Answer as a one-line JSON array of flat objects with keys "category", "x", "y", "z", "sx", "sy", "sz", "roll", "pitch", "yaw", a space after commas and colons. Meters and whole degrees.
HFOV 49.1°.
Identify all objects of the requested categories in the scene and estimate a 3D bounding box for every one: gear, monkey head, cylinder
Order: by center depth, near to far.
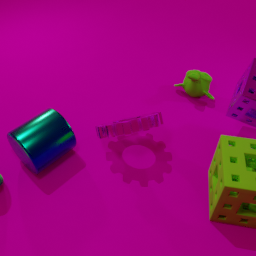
[{"category": "cylinder", "x": -2.082, "y": 0.307, "z": 6.833, "sx": 1.191, "sy": 1.191, "sz": 1.191, "roll": 34, "pitch": 55, "yaw": 28}, {"category": "gear", "x": 0.034, "y": -0.072, "z": 6.904, "sx": 1.630, "sy": 0.301, "sz": 1.630, "roll": -12, "pitch": 4, "yaw": 1}, {"category": "monkey head", "x": 2.036, "y": -1.321, "z": 8.544, "sx": 1.338, "sy": 0.807, "sz": 0.963, "roll": 25, "pitch": 24, "yaw": 24}]

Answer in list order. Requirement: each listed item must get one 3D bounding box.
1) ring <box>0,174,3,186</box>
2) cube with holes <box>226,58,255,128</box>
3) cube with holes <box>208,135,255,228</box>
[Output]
[{"category": "ring", "x": -3.347, "y": 0.866, "z": 6.273, "sx": 1.286, "sy": 1.286, "sz": 0.257, "roll": 31, "pitch": 72, "yaw": 26}, {"category": "cube with holes", "x": 3.204, "y": -0.768, "z": 6.738, "sx": 1.093, "sy": 1.093, "sz": 1.093, "roll": 23, "pitch": 69, "yaw": 9}, {"category": "cube with holes", "x": 2.515, "y": 1.151, "z": 5.917, "sx": 1.318, "sy": 1.318, "sz": 1.318, "roll": 8, "pitch": 45, "yaw": 7}]
